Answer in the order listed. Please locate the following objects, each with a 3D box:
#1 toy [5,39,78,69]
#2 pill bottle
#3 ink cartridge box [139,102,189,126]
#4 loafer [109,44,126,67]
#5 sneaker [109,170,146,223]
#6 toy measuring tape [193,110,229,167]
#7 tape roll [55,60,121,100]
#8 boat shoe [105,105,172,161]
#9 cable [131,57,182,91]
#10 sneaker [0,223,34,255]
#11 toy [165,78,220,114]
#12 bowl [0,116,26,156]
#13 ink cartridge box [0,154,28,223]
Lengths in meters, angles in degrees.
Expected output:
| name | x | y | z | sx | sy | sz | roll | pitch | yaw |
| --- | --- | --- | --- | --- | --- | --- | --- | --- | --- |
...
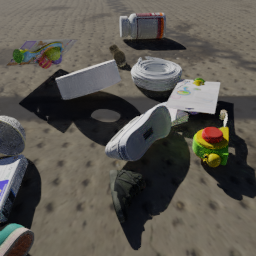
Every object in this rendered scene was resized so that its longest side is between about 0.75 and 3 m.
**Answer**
| name | x | y | z | sx | sy | sz | roll | pitch | yaw |
| --- | --- | --- | --- | --- | --- | --- | --- | --- | --- |
| toy | -3.375 | -2.930 | 11.600 | 1.677 | 0.688 | 2.913 | -32 | -5 | 34 |
| pill bottle | 0.864 | -6.078 | 16.732 | 2.648 | 1.451 | 1.451 | -4 | 34 | -5 |
| ink cartridge box | 1.156 | -0.408 | 9.305 | 1.327 | 0.379 | 1.078 | -13 | 36 | -26 |
| loafer | -0.440 | -3.481 | 13.667 | 0.609 | 0.550 | 1.610 | -28 | 51 | 6 |
| sneaker | 0.024 | 1.438 | 6.313 | 0.837 | 0.559 | 1.461 | -8 | 29 | -1 |
| toy measuring tape | 2.334 | 0.183 | 7.910 | 0.965 | 0.965 | 2.625 | 9 | 35 | 13 |
| tape roll | -1.407 | -1.764 | 10.131 | 2.272 | 0.795 | 2.272 | -17 | 14 | 5 |
| boat shoe | 0.353 | 0.065 | 7.997 | 0.896 | 1.009 | 2.741 | -6 | 15 | 37 |
| cable | 1.165 | -2.226 | 11.644 | 2.101 | 0.727 | 2.101 | 15 | 37 | 20 |
| sneaker | -2.564 | 2.436 | 4.802 | 0.779 | 0.696 | 1.950 | 9 | 31 | 28 |
| toy | 2.353 | -1.002 | 9.905 | 1.543 | 0.633 | 2.680 | 9 | 35 | 18 |
| bowl | -3.279 | 0.102 | 7.626 | 1.276 | 1.276 | 0.599 | 6 | 39 | 9 |
| ink cartridge box | -3.378 | 1.460 | 6.278 | 1.871 | 0.406 | 1.854 | -13 | 33 | 4 |
